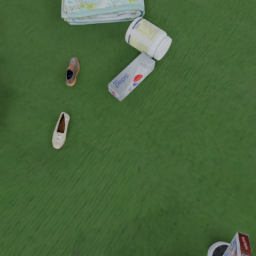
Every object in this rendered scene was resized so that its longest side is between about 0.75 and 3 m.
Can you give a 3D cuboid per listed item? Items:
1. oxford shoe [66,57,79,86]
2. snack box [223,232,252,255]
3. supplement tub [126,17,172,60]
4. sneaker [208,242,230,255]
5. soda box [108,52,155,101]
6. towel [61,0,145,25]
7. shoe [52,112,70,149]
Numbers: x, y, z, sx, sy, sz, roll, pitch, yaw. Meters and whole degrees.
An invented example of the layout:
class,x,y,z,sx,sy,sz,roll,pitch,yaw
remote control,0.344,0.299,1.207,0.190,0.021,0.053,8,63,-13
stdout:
class,x,y,z,sx,sy,sz,roll,pitch,yaw
oxford shoe,-1.511,-1.591,7.618,0.305,0.312,0.855,3,72,1
snack box,1.354,1.989,3.355,0.181,0.536,1.490,18,28,6
supplement tub,0.562,-2.415,7.632,1.078,0.782,0.782,36,76,11
sneaker,2.673,3.335,5.474,0.928,1.400,2.460,-38,76,-11
soda box,0.104,-1.372,7.483,0.465,0.432,1.363,43,77,12
towel,-0.776,-4.088,8.279,2.390,0.576,2.046,-5,73,-2
shoe,-1.725,0.053,7.123,0.336,0.256,0.960,9,73,3
